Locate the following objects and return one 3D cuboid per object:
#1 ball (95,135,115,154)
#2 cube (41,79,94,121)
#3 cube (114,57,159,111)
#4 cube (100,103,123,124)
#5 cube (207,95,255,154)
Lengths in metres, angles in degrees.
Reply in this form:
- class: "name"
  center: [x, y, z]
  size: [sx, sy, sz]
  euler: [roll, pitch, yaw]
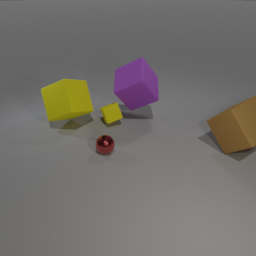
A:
- class: "ball"
  center: [-0.826, 0.596, 10.123]
  size: [0.700, 0.700, 0.700]
  euler: [0, 28, 0]
- class: "cube"
  center: [-2.537, -1.160, 11.790]
  size: [1.400, 1.400, 1.400]
  euler: [-15, -3, 30]
- class: "cube"
  center: [0.368, -1.840, 11.901]
  size: [1.400, 1.400, 1.400]
  euler: [-19, 50, 27]
- class: "cube"
  center: [-0.722, -0.652, 12.094]
  size: [0.700, 0.700, 0.700]
  euler: [-22, 10, -10]
- class: "cube"
  center: [3.988, -0.092, 9.912]
  size: [1.400, 1.400, 1.400]
  euler: [-27, -3, -25]
